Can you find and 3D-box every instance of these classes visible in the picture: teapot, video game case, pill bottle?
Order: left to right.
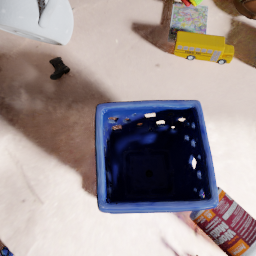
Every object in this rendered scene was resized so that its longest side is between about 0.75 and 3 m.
[{"bbox_3d":[-2.867,-3.863,8.655,2.803,2.766,2.047,16,98,8],"label":"teapot"},{"bbox_3d":[2.216,-3.821,10.236,1.340,0.169,1.871,10,67,3],"label":"video game case"},{"bbox_3d":[2.642,2.551,6.921,1.134,1.134,2.069,-41,72,-16],"label":"pill bottle"}]

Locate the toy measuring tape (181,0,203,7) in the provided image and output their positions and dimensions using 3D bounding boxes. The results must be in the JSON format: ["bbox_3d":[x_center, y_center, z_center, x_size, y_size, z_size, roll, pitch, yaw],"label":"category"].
[{"bbox_3d":[2.327,-4.532,9.506,1.005,1.005,2.732,-5,33,-2],"label":"toy measuring tape"}]

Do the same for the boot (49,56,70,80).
[{"bbox_3d":[-2.425,-2.023,9.406,0.826,0.286,0.719,-35,70,-27],"label":"boot"}]

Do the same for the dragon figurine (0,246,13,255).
[{"bbox_3d":[-2.948,4.035,6.505,1.167,0.691,2.348,-22,67,-9],"label":"dragon figurine"}]

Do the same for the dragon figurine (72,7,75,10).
[{"bbox_3d":[-2.588,-4.641,10.395,1.116,0.555,0.328,18,68,7],"label":"dragon figurine"}]

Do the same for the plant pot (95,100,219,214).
[{"bbox_3d":[0.531,0.920,7.006,2.539,2.283,2.539,-2,66,-2],"label":"plant pot"}]

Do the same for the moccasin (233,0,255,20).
[{"bbox_3d":[4.451,-5.124,10.342,0.980,1.034,2.679,-5,66,-2],"label":"moccasin"}]

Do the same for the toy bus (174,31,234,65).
[{"bbox_3d":[2.564,-2.708,9.421,1.977,0.774,0.644,8,67,4],"label":"toy bus"}]
